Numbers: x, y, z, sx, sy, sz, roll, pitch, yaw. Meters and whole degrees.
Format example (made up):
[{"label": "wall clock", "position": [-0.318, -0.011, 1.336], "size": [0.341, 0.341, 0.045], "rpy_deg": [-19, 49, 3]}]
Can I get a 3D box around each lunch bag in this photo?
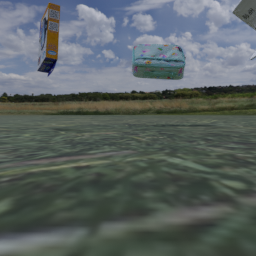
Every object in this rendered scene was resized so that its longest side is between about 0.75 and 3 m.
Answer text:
[{"label": "lunch bag", "position": [1.201, -2.565, 10.847], "size": [2.110, 0.813, 1.692], "rpy_deg": [1, 42, 1]}]

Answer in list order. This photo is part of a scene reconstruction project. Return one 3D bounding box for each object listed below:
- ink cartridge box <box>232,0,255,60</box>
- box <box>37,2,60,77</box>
[{"label": "ink cartridge box", "position": [2.940, -2.726, 4.880], "size": [0.937, 2.809, 1.627], "rpy_deg": [38, 0, 1]}, {"label": "box", "position": [-2.451, -2.615, 8.590], "size": [0.412, 1.987, 1.183], "rpy_deg": [8, -14, -28]}]
